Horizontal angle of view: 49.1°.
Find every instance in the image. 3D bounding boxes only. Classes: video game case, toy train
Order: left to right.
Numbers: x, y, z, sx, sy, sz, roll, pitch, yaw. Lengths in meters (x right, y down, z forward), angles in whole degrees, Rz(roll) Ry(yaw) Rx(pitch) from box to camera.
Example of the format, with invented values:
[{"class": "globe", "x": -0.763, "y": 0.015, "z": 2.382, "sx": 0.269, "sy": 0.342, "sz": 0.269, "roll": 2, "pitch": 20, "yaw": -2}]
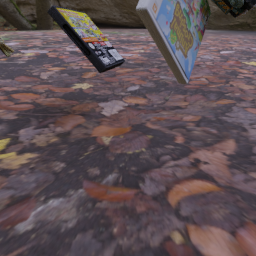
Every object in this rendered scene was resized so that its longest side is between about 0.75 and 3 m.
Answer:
[{"class": "video game case", "x": -1.145, "y": -2.744, "z": 8.718, "sx": 0.309, "sy": 2.187, "sz": 2.420, "roll": -39, "pitch": 6, "yaw": 21}, {"class": "video game case", "x": 1.111, "y": -2.452, "z": 5.873, "sx": 0.261, "sy": 2.156, "sz": 2.368, "roll": 10, "pitch": -19, "yaw": 34}, {"class": "toy train", "x": 2.203, "y": -3.313, "z": 6.489, "sx": 1.781, "sy": 0.759, "sz": 1.015, "roll": 44, "pitch": -3, "yaw": 1}]

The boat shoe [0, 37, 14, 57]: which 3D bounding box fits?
[{"class": "boat shoe", "x": -3.955, "y": -2.664, "z": 8.785, "sx": 0.376, "sy": 1.030, "sz": 0.324, "roll": 39, "pitch": 77, "yaw": 26}]
